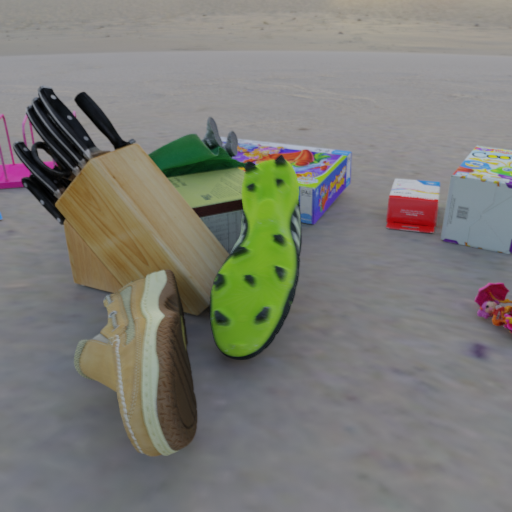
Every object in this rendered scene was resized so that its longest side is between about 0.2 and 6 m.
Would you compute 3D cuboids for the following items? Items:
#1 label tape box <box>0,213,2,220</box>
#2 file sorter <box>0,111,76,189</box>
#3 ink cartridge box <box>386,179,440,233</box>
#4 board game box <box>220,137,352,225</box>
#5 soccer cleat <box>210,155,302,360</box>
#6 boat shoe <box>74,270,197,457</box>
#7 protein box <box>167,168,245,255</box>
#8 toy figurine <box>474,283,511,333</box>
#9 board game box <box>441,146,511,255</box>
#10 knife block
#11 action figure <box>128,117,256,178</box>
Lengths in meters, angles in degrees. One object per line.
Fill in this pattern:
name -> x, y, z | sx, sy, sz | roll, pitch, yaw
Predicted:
label tape box -> -5.535, -0.857, 10.813 | 1.077, 0.356, 0.772 | -14, 28, -24
file sorter -> -5.298, -2.541, 13.143 | 2.318, 1.454, 1.611 | -7, 26, -14
ink cartridge box -> 3.058, -0.996, 10.881 | 0.923, 0.534, 1.588 | 7, 26, 16
board game box -> 0.056, -1.716, 11.946 | 3.403, 0.762, 2.288 | 11, 31, 23
soccer cleat -> 0.177, 0.062, 7.576 | 1.112, 1.335, 3.293 | -4, 49, 18
boat shoe -> -1.322, 1.097, 5.941 | 1.181, 1.111, 3.100 | -12, 16, -6
protein box -> -0.685, -0.662, 9.457 | 1.651, 1.114, 1.639 | -13, 28, -26
toy figurine -> 3.287, 0.694, 7.369 | 0.959, 0.720, 0.882 | -44, 30, -24
board game box -> 4.357, -1.116, 10.297 | 1.216, 1.238, 2.360 | 14, 29, 26
knife block -> -1.844, -0.897, 7.895 | 3.261, 2.863, 1.043 | 12, 28, 24
action figure -> -2.008, -1.532, 10.526 | 3.474, 0.950, 2.052 | -18, -18, 24
